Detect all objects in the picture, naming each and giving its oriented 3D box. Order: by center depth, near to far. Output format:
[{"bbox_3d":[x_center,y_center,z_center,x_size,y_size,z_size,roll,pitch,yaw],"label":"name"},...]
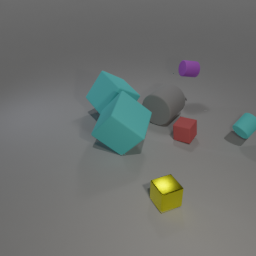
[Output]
[{"bbox_3d":[1.101,1.883,8.098,0.700,0.700,0.700,-13,33,-20],"label":"cube"},{"bbox_3d":[-0.212,-0.158,10.008,1.400,1.400,1.400,36,44,-16],"label":"cube"},{"bbox_3d":[4.356,-0.082,10.319,0.700,0.700,0.700,-45,44,-5],"label":"cylinder"},{"bbox_3d":[2.226,0.072,10.915,0.700,0.700,0.700,14,39,32],"label":"cube"},{"bbox_3d":[-0.646,-1.340,11.929,1.400,1.400,1.400,13,28,-50],"label":"cube"},{"bbox_3d":[1.555,-1.030,12.119,1.400,1.400,1.400,20,38,29],"label":"cylinder"},{"bbox_3d":[2.713,-2.624,12.425,0.700,0.700,0.700,0,30,-20],"label":"cylinder"}]
